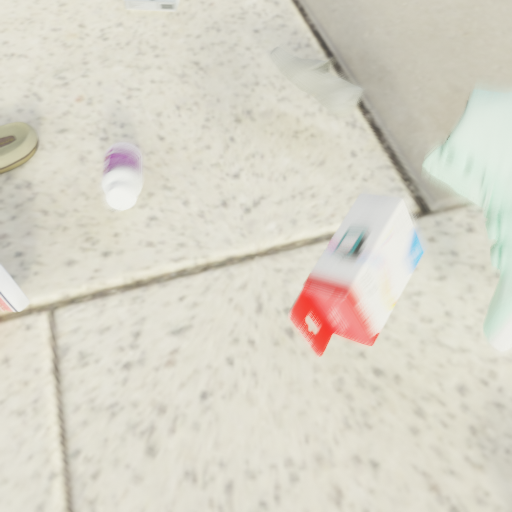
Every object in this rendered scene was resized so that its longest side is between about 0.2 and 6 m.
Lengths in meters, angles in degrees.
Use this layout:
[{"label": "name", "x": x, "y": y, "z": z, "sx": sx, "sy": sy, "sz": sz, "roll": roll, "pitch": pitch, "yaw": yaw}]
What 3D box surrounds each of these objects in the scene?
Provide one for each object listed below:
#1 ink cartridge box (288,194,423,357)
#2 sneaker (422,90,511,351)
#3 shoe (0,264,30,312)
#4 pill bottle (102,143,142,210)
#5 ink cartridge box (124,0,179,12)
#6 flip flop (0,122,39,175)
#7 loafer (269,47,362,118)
[{"label": "ink cartridge box", "x": 1.084, "y": 0.261, "z": 5.888, "sx": 0.546, "sy": 0.943, "sz": 1.623, "roll": 14, "pitch": 62, "yaw": 41}, {"label": "sneaker", "x": 3.006, "y": -0.512, "z": 7.268, "sx": 1.910, "sy": 1.192, "sz": 3.239, "roll": 17, "pitch": 101, "yaw": 20}, {"label": "shoe", "x": -4.443, "y": 0.294, "z": 8.078, "sx": 2.610, "sy": 0.932, "sz": 1.187, "roll": 33, "pitch": 62, "yaw": 27}, {"label": "pill bottle", "x": -2.212, "y": -1.306, "z": 9.266, "sx": 0.639, "sy": 0.639, "sz": 1.138, "roll": -6, "pitch": 46, "yaw": -4}, {"label": "ink cartridge box", "x": -2.359, "y": -6.058, "z": 12.963, "sx": 1.180, "sy": 0.257, "sz": 1.024, "roll": 3, "pitch": 56, "yaw": 3}, {"label": "flip flop", "x": -5.305, "y": -1.635, "z": 9.393, "sx": 3.214, "sy": 0.925, "sz": 1.303, "roll": -26, "pitch": 59, "yaw": -17}, {"label": "loafer", "x": 1.080, "y": -3.308, "z": 10.303, "sx": 1.928, "sy": 0.674, "sz": 0.673, "roll": 40, "pitch": 101, "yaw": 13}]
